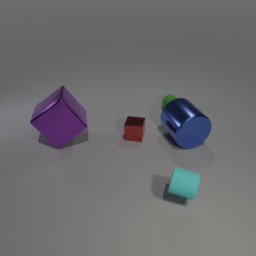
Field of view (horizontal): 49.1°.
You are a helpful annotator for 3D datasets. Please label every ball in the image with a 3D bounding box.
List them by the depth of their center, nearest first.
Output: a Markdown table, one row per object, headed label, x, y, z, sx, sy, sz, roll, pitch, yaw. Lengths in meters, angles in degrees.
| label | x | y | z | sx | sy | sz | roll | pitch | yaw |
| --- | --- | --- | --- | --- | --- | --- | --- | --- | --- |
| ball | 1.902 | -1.167 | 12.642 | 0.700 | 0.700 | 0.700 | 0 | 31 | 0 |

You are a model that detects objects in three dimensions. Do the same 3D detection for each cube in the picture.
| label | x | y | z | sx | sy | sz | roll | pitch | yaw |
| --- | --- | --- | --- | --- | --- | --- | --- | --- | --- |
| cube | -2.466 | -0.420 | 10.198 | 1.400 | 1.400 | 1.400 | -35 | 28 | 10 |
| cube | 0.260 | 0.032 | 10.695 | 0.700 | 0.700 | 0.700 | 6 | 32 | 10 |

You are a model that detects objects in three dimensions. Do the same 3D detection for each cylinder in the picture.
| label | x | y | z | sx | sy | sz | roll | pitch | yaw |
| --- | --- | --- | --- | --- | --- | --- | --- | --- | --- |
| cylinder | 1.481 | 1.464 | 7.432 | 0.700 | 0.700 | 0.700 | 16 | 34 | 10 |
| cylinder | 2.098 | -0.192 | 10.309 | 1.400 | 1.400 | 1.400 | -10 | 35 | -16 |
